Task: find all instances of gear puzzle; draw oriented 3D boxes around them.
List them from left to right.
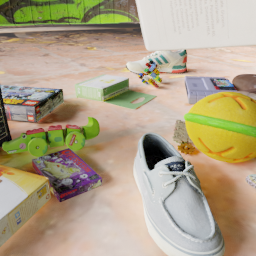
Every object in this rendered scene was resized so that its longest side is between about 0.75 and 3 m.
[{"bbox_3d":[1.489,0.242,6.801,0.811,0.205,1.566,7,28,11],"label":"gear puzzle"}]

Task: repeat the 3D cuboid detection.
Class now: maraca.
[{"bbox_3d":[2.196,0.006,5.990,1.812,1.414,2.643,19,5,29],"label":"maraca"}]

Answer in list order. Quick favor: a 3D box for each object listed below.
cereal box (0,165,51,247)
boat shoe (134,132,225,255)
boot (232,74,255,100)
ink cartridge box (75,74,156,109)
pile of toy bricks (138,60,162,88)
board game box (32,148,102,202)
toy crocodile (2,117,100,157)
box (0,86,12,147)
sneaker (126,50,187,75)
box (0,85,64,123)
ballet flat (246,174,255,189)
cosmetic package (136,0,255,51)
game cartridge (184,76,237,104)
[{"bbox_3d":[-2.577,1.339,3.960,1.791,0.492,2.489,10,26,21],"label":"cereal box"},{"bbox_3d":[0.635,0.876,4.429,0.936,0.955,2.683,-6,25,-12],"label":"boat shoe"},{"bbox_3d":[3.828,-1.159,9.024,2.357,0.757,2.197,-17,31,-38],"label":"boot"},{"bbox_3d":[-0.399,-1.328,9.814,2.377,0.570,1.730,12,27,29],"label":"ink cartridge box"},{"bbox_3d":[1.045,-2.103,11.375,0.854,0.959,1.729,35,6,-16],"label":"pile of toy bricks"},{"bbox_3d":[-1.219,0.848,5.437,0.852,0.229,1.420,-12,27,-34],"label":"board game box"},{"bbox_3d":[-1.630,0.195,6.120,2.092,0.646,0.706,-9,9,-19],"label":"toy crocodile"},{"bbox_3d":[-3.821,-0.398,5.604,1.429,2.299,2.318,8,25,17],"label":"box"},{"bbox_3d":[1.359,-3.278,13.037,2.958,1.383,1.041,-2,25,-6],"label":"sneaker"},{"bbox_3d":[-3.609,-0.829,8.689,2.670,0.532,1.828,5,25,11],"label":"box"},{"bbox_3d":[2.544,1.053,4.831,0.982,0.353,0.353,10,26,24],"label":"ballet flat"},{"bbox_3d":[1.213,-1.999,3.508,1.872,1.545,1.543,7,39,31],"label":"cosmetic package"},{"bbox_3d":[2.955,-1.436,10.180,1.666,0.493,2.570,-1,24,8],"label":"game cartridge"}]
